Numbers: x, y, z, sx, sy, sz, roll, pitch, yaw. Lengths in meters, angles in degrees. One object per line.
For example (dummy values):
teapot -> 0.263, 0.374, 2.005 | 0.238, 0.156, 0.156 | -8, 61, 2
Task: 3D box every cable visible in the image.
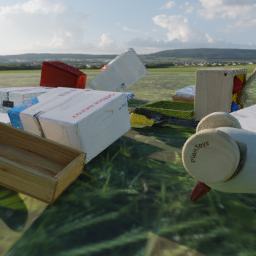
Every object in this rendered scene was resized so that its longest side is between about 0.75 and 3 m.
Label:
cable -> 1.093, -0.138, 9.113 | 2.751, 0.692, 1.336 | 14, -2, 5

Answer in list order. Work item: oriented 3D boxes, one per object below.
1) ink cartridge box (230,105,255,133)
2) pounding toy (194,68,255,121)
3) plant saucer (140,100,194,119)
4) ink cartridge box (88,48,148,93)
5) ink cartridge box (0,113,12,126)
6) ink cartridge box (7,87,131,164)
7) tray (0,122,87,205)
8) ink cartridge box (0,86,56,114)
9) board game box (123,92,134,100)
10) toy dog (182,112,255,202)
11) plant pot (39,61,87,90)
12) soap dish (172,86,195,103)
ink cartridge box -> 2.944, 0.110, 6.641 | 2.074, 0.792, 1.415 | -15, 19, -25
pounding toy -> 3.578, -1.298, 9.771 | 1.675, 2.169, 2.356 | 10, 17, 35
plant saucer -> 1.749, -0.634, 10.643 | 1.979, 0.474, 1.976 | 8, 16, 32
ink cartridge box -> -0.506, -2.473, 13.458 | 2.684, 1.462, 0.676 | -39, 22, -5
ink cartridge box -> -3.922, -0.146, 8.825 | 1.644, 0.414, 0.896 | 7, 16, 32
ink cartridge box -> -1.444, -0.217, 7.000 | 2.467, 1.059, 1.806 | 12, 33, 35
tray -> -2.240, 0.409, 4.989 | 2.686, 0.497, 1.325 | 18, 17, 7
ink cartridge box -> -3.638, -0.923, 10.496 | 2.623, 1.098, 1.892 | 13, 19, 41
board game box -> -0.772, -1.686, 15.118 | 1.497, 0.362, 1.979 | 8, 16, 28
toy dog -> 1.911, 0.853, 3.782 | 1.860, 1.358, 2.820 | -8, 31, -41
plant pot -> -3.247, -2.224, 14.420 | 1.794, 2.035, 2.033 | 14, 16, 7
soap dish -> 2.950, -1.291, 12.300 | 1.477, 0.762, 1.877 | 14, 24, 30
